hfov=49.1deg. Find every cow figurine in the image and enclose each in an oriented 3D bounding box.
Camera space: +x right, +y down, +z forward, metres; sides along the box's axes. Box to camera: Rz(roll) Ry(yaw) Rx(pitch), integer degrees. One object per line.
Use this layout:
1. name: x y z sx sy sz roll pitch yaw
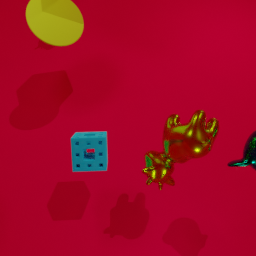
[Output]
1. cow figurine: 1.001 0.494 5.646 0.876 1.597 1.571 28 72 -25

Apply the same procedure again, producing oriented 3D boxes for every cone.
1. cone: -2.136 -2.652 7.775 1.452 1.457 1.452 5 78 -25

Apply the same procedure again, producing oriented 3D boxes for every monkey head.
1. monkey head: 2.598 0.447 4.995 0.935 1.117 1.552 46 109 5

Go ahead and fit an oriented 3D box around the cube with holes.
1. cube with holes: -0.854 0.516 6.372 0.743 0.743 0.743 -2 99 -2
